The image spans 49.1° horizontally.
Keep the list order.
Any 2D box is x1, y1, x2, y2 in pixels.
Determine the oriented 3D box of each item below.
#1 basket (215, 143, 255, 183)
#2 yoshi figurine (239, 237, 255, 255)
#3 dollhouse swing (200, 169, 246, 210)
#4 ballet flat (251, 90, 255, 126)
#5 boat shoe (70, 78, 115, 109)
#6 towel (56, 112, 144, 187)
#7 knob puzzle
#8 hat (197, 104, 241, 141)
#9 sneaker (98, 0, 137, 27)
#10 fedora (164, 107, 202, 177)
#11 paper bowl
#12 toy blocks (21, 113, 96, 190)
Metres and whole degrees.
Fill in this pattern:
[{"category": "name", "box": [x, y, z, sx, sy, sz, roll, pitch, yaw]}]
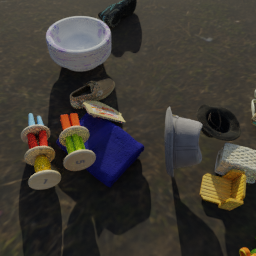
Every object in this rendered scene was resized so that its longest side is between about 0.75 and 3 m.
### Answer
[{"category": "basket", "box": [3.627, 1.114, 9.167, 1.307, 0.806, 0.886, 16, 54, 11]}, {"category": "yoshi figurine", "box": [3.950, 3.181, 7.490, 1.746, 0.977, 0.981, -10, 46, -12]}, {"category": "dollhouse swing", "box": [2.904, 1.784, 8.621, 0.962, 0.995, 1.095, 24, 55, -2]}, {"category": "ballet flat", "box": [5.362, -1.143, 10.865, 0.953, 1.029, 2.919, 13, 50, 23]}, {"category": "boat shoe", "box": [-1.390, -1.510, 11.307, 2.094, 0.676, 0.746, -35, 60, -24]}, {"category": "towel", "box": [-0.950, 0.645, 9.716, 2.594, 0.643, 1.916, 35, 66, 24]}, {"category": "knob puzzle", "box": [-0.985, -0.615, 10.508, 1.757, 0.244, 1.757, 21, 18, -7]}, {"category": "hat", "box": [3.019, -0.038, 9.704, 1.683, 0.679, 1.683, 11, 49, -13]}, {"category": "sneaker", "box": [-0.508, -6.410, 14.972, 1.042, 0.991, 2.628, 29, 57, 23]}, {"category": "fedora", "box": [1.695, 0.406, 8.497, 1.089, 2.412, 2.133, -1, 91, 10]}, {"category": "paper bowl", "box": [-2.118, -3.628, 12.474, 2.781, 1.446, 2.781, 0, 52, 0]}, {"category": "toy blocks", "box": [-2.441, 0.311, 9.334, 2.317, 1.009, 2.779, -29, 54, 7]}]
